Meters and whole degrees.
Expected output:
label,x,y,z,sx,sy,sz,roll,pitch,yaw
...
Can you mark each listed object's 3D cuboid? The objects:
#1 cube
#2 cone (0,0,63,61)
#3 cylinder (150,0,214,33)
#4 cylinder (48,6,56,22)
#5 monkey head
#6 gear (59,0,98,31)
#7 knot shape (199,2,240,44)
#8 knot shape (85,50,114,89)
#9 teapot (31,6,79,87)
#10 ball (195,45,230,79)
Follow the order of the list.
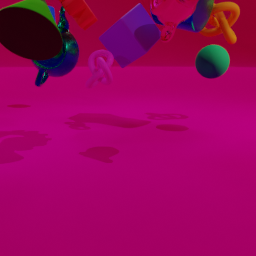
label,x,y,z,sx,sy,sz,roll,pitch,yaw
cube,0.096,-2.981,9.147,1.263,1.263,1.263,-20,26,49
cone,-1.707,-2.098,5.166,1.182,1.186,1.182,3,-30,2
cylinder,1.560,-3.559,8.032,1.355,1.355,1.355,25,25,30
cylinder,-3.367,-4.431,11.354,0.820,0.820,0.820,-4,8,1
monkey head,0.958,-2.253,4.963,1.048,1.457,0.878,37,13,37
gear,-1.414,-3.020,5.831,0.375,2.029,2.029,-35,11,8
knot shape,2.902,-3.529,9.269,1.534,0.757,1.639,34,-10,43
knot shape,-0.845,-1.825,8.462,0.593,1.201,1.284,14,-20,-31
teapot,-1.674,-1.772,6.233,1.147,1.844,0.903,24,11,0
ball,2.402,-1.887,8.004,0.944,0.944,0.944,0,14,0
